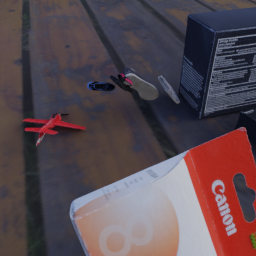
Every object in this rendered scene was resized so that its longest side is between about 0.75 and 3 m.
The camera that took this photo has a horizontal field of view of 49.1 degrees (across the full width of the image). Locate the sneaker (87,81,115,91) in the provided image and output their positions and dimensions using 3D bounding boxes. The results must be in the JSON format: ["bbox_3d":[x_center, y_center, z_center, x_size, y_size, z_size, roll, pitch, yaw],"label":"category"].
[{"bbox_3d":[-0.798,-1.278,8.532,0.852,0.299,0.332,-1,2,-24],"label":"sneaker"}]

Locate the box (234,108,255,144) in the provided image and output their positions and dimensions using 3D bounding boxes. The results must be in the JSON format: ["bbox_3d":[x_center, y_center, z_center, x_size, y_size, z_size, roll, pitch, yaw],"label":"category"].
[{"bbox_3d":[3.921,-0.062,7.490,1.664,0.656,1.174,-12,38,-27],"label":"box"}]

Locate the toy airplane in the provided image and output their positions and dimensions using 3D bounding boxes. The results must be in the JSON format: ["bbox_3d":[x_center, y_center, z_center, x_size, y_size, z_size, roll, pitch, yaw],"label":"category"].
[{"bbox_3d":[-2.186,-0.086,7.768,1.866,0.343,1.866,5,25,-2],"label":"toy airplane"}]

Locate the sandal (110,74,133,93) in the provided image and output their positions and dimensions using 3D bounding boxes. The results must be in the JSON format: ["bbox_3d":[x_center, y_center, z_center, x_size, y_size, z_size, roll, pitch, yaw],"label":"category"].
[{"bbox_3d":[-0.100,-1.225,7.409,0.542,0.325,1.443,43,10,8],"label":"sandal"}]

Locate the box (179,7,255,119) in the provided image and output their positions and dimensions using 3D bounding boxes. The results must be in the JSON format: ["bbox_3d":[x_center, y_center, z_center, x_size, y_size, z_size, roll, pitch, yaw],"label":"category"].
[{"bbox_3d":[3.156,-1.997,8.386,2.689,2.667,1.657,-11,40,-13],"label":"box"}]

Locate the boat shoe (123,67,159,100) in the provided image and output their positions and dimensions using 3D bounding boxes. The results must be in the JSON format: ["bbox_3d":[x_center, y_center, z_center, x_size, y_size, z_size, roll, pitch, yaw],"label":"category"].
[{"bbox_3d":[0.412,-1.380,8.677,0.574,1.579,0.495,-32,52,27],"label":"boat shoe"}]

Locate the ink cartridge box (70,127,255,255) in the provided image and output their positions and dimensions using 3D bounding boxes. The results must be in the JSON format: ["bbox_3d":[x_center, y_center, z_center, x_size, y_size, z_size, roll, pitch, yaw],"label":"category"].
[{"bbox_3d":[0.975,1.647,4.171,2.983,2.420,0.748,-22,11,-8],"label":"ink cartridge box"}]

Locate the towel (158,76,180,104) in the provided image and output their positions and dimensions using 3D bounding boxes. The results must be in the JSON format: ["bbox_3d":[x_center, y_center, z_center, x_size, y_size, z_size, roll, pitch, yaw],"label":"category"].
[{"bbox_3d":[1.306,-1.247,8.934,0.179,0.690,1.041,-38,36,16],"label":"towel"}]
